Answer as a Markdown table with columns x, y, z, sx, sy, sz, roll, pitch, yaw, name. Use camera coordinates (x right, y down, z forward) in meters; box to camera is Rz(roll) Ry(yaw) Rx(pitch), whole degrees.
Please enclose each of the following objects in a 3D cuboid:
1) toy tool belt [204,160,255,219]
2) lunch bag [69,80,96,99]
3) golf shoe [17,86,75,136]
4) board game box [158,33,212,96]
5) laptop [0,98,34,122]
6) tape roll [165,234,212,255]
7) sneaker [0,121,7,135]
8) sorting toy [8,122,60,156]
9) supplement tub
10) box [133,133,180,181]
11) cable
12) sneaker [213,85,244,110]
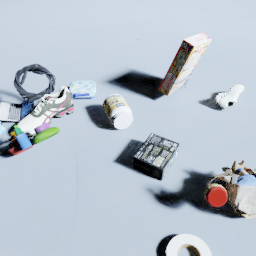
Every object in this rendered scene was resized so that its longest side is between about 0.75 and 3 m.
| x | y | z | sx | sy | sz | roll | pitch | yaw | name |
| --- | --- | --- | --- | --- | --- | --- | --- | --- | --- |
| 3.484 | 1.857 | 8.687 | 2.648 | 1.654 | 1.628 | 1 | 11 | -3 | toy tool belt |
| -2.142 | -1.796 | 13.198 | 1.243 | 0.513 | 0.999 | -3 | 41 | -3 | lunch bag |
| -3.488 | -0.717 | 11.519 | 1.080 | 1.232 | 2.798 | 29 | 51 | 27 | golf shoe |
| 2.548 | -2.828 | 12.500 | 0.595 | 2.571 | 1.947 | 39 | 41 | 16 | board game box |
| -4.772 | -0.950 | 11.998 | 1.369 | 0.794 | 1.282 | 5 | 38 | -21 | laptop |
| 1.638 | 3.497 | 7.599 | 1.236 | 0.226 | 1.236 | -1 | 43 | 1 | tape roll |
| -5.504 | -0.075 | 11.429 | 1.442 | 0.565 | 0.649 | 30 | 30 | 25 | sneaker |
| -3.531 | 0.234 | 9.957 | 2.106 | 0.864 | 1.265 | -27 | 3 | 13 | sorting toy |
| -0.413 | -0.685 | 11.635 | 0.978 | 0.978 | 1.355 | -15 | 45 | -16 | supplement tub |
| 1.022 | 0.993 | 10.050 | 1.180 | 0.621 | 1.441 | 21 | 46 | 21 | box |
| -3.858 | -1.940 | 11.705 | 1.797 | 1.466 | 0.456 | -20 | 4 | 13 | cable |
| 4.700 | -1.379 | 12.725 | 1.824 | 0.685 | 0.739 | -29 | 61 | -23 | sneaker |
